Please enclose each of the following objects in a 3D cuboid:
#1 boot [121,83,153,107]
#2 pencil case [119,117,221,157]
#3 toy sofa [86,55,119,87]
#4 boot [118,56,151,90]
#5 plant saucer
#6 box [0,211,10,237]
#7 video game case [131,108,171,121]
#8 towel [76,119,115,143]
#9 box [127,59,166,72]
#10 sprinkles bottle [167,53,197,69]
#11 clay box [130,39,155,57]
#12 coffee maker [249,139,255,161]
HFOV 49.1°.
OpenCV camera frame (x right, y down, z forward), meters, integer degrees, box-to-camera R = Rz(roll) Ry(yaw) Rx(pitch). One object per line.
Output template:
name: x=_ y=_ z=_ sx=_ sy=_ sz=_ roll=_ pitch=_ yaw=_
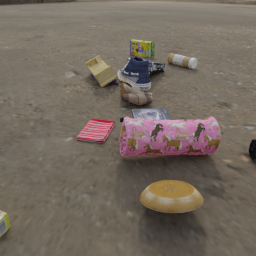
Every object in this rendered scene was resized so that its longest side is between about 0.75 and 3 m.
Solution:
boot: x=0.360 y=-1.399 z=11.711 sx=1.269 sy=0.610 sz=1.736 roll=3 pitch=32 yaw=-7
pencil case: x=1.186 y=0.243 z=8.075 sx=2.874 sy=1.190 sz=1.243 roll=-1 pitch=51 yaw=-8
toy sofa: x=-1.287 y=-2.704 z=13.776 sx=0.880 sy=1.037 sz=2.124 roll=-31 pitch=36 yaw=-3
boot: x=0.287 y=-2.775 z=13.105 sx=1.056 sy=1.312 sz=2.904 roll=-11 pitch=26 yaw=-21
plant saucer: x=0.958 y=1.450 z=6.240 sx=1.403 sy=0.248 sz=1.403 roll=-2 pitch=10 yaw=0
box: x=-3.470 y=1.928 z=6.027 sx=1.780 sy=0.446 sz=0.670 roll=11 pitch=31 yaw=19
video game case: x=0.843 y=-0.401 z=10.107 sx=1.324 sy=0.126 sz=0.946 roll=-1 pitch=38 yaw=-10
towel: x=-1.068 y=0.064 z=9.536 sx=0.969 sy=0.151 sz=1.340 roll=6 pitch=31 yaw=12
box: x=0.956 y=-3.240 z=14.462 sx=1.440 sy=0.454 sz=1.826 roll=14 pitch=18 yaw=23
sprinkles bottle: x=3.018 y=-3.772 z=15.708 sx=1.687 sy=0.576 sz=0.576 roll=25 pitch=39 yaw=36
clay box: x=0.882 y=-4.921 z=17.363 sx=1.575 sy=0.905 sz=0.375 roll=16 pitch=34 yaw=26
coffee maker: x=4.058 y=0.644 z=8.193 sx=0.922 sy=0.621 sz=0.885 roll=4 pitch=12 yaw=4
